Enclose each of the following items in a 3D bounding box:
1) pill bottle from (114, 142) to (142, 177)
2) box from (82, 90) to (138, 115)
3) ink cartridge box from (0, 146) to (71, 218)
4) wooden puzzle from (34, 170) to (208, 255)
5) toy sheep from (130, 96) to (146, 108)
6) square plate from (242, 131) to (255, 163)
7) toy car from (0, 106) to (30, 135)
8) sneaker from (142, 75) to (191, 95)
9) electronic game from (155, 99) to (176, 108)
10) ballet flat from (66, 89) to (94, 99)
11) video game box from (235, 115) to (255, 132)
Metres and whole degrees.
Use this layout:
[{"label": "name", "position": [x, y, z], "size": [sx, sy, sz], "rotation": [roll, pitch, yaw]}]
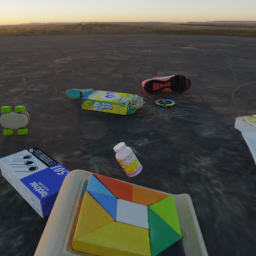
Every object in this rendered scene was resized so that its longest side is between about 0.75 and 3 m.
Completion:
[{"label": "pill bottle", "position": [-0.020, 0.778, 6.998], "size": [0.435, 0.834, 0.435], "rotation": [-28, 18, 10]}, {"label": "box", "position": [-0.684, -1.171, 12.737], "size": [2.477, 0.599, 1.453], "rotation": [10, 25, 18]}, {"label": "ink cartridge box", "position": [-2.281, 1.257, 7.187], "size": [1.127, 0.530, 2.396], "rotation": [-21, 32, -38]}, {"label": "wooden puzzle", "position": [-0.004, 1.779, 5.355], "size": [2.933, 0.546, 2.713], "rotation": [12, 23, -4]}, {"label": "toy sheep", "position": [0.409, -1.132, 12.212], "size": [0.613, 0.613, 0.889], "rotation": [11, 3, 24]}, {"label": "square plate", "position": [4.378, 0.758, 8.136], "size": [1.719, 0.247, 1.735], "rotation": [-1, 44, -1]}, {"label": "toy car", "position": [-4.109, -0.375, 10.495], "size": [0.975, 1.015, 1.235], "rotation": [-2, 13, -4]}, {"label": "sneaker", "position": [2.050, -2.492, 15.240], "size": [2.740, 1.010, 1.189], "rotation": [-5, 23, -10]}, {"label": "electronic game", "position": [1.750, -1.185, 13.225], "size": [0.992, 0.206, 0.992], "rotation": [0, 24, 0]}, {"label": "ballet flat", "position": [-2.395, -1.708, 14.234], "size": [1.480, 0.560, 0.473], "rotation": [0, -7, -11]}, {"label": "video game box", "position": [5.347, 0.070, 9.971], "size": [1.991, 0.511, 2.185], "rotation": [-6, 24, -18]}]
